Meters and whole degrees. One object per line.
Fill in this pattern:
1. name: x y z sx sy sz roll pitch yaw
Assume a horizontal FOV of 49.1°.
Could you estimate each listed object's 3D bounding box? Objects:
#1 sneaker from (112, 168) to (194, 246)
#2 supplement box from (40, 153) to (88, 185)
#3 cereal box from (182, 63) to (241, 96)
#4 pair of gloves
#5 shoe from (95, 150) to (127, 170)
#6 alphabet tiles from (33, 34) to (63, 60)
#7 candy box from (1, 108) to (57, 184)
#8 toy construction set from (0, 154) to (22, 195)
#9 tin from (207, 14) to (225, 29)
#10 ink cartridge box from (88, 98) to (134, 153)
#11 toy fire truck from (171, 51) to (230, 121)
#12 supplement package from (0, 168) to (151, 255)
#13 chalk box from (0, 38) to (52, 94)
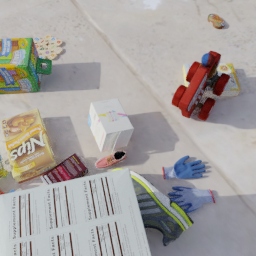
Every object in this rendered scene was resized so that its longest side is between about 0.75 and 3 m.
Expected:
1. sneaker: 0.420 2.088 7.712 2.691 0.994 1.089 34 74 25
2. supplement box: -1.896 1.407 8.440 1.244 0.379 0.677 -35 66 -18
3. cereal box: 3.052 -1.800 10.399 1.904 0.376 1.370 -1 59 0
4. pair of gloves: 1.771 1.652 8.411 1.403 0.199 1.745 -7 60 -6
5. shoe: -0.528 0.962 8.629 1.044 0.475 0.373 -19 72 -12
6. alphabet tiles: -3.412 -3.260 11.454 1.450 0.106 1.418 28 63 16
7. candy box: -3.132 0.516 8.851 1.242 0.595 2.152 -20 60 -11
8. toy construction set: -3.681 1.769 7.927 2.245 1.034 1.472 32 63 30
9. tin: 3.859 -4.670 12.279 0.512 0.191 0.914 -20 61 -17
10. ink cartridge box: -0.546 -0.023 8.841 0.945 0.970 1.509 -12 56 -25
11. toy fire truck: 2.369 -1.434 9.033 1.334 1.998 2.380 29 86 16
12. supplement package: -1.097 2.574 6.391 2.765 2.644 2.033 -11 59 -7
13. chalk box: -3.932 -2.228 10.050 2.297 1.423 1.433 -4 59 -2
